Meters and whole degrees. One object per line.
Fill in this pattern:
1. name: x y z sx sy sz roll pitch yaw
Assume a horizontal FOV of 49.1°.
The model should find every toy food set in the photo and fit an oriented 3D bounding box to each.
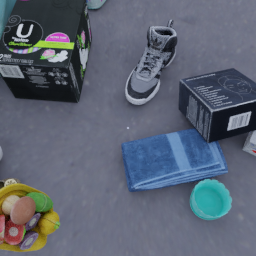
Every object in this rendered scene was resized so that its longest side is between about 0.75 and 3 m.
1. toy food set: -1.680 1.479 4.481 0.585 1.792 1.054 7 68 32

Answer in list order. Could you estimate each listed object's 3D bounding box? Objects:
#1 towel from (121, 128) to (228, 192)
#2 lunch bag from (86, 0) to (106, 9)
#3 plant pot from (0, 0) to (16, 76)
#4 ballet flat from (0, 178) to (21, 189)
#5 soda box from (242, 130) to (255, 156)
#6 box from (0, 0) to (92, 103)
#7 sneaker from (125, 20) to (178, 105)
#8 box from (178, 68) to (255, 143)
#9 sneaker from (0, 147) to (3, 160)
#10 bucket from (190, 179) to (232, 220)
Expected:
1. towel: 1.077 0.724 6.836 2.405 0.584 1.343 -11 62 -5
2. lunch bag: -1.655 -5.203 9.825 2.219 0.855 1.780 22 64 11
3. plant pot: -4.107 -2.876 8.117 1.831 1.830 2.591 -5 70 -3
4. ballet flat: -3.269 1.508 6.554 1.474 0.342 0.497 -14 61 -7
5. soda box: 3.587 -0.059 7.281 0.569 0.529 1.667 27 65 13
6. box: -2.193 -2.269 7.824 1.942 1.625 2.615 5 62 3
7. sneaker: 0.645 -1.900 7.751 0.940 1.417 2.491 25 65 12
8. box: 2.329 -0.622 6.967 1.618 1.003 1.590 -13 39 -11
9. sneaker: -4.602 0.772 6.280 2.986 1.122 1.716 10 43 1
10. bucket: 1.846 1.649 6.359 0.870 0.566 0.870 0 62 0
